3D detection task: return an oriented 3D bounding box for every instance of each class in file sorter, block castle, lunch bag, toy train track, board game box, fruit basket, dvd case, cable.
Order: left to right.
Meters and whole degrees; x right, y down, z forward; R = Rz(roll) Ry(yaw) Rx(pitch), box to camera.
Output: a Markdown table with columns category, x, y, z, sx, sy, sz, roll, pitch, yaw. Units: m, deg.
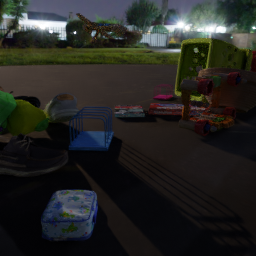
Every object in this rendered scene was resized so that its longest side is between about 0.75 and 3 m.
| category | x | y | z | sx | sy | sz | roll | pitch | yaw |
| --- | --- | --- | --- | --- | --- | --- | --- | --- | --- |
| fruit basket | -3.404 | -0.248 | 7.658 | 2.295 | 1.656 | 2.295 | 38 | -5 | 4 |
| cable | -4.464 | -0.820 | 10.577 | 2.322 | 0.590 | 1.895 | 7 | 17 | 21 |
| lunch bag | -0.766 | 1.177 | 3.852 | 0.692 | 0.355 | 0.861 | -1 | 15 | 0 |
| file sorter | -0.923 | -0.022 | 7.272 | 0.942 | 0.833 | 1.358 | 1 | 16 | 4 |
| toy train track | -0.989 | -3.447 | 10.038 | 1.660 | 0.471 | 2.895 | 26 | 2 | -36 |
| dvd case | 0.032 | -0.664 | 10.801 | 1.117 | 0.168 | 1.530 | -1 | 15 | -3 |
| file sorter | 1.774 | -1.830 | 14.069 | 0.716 | 0.646 | 1.030 | 7 | 17 | 23 |
| board game box | 2.033 | -0.724 | 10.903 | 2.384 | 0.232 | 1.227 | 2 | 17 | 8 |
| block castle | 2.635 | -0.786 | 8.490 | 1.160 | 1.653 | 2.473 | 15 | 23 | 38 |

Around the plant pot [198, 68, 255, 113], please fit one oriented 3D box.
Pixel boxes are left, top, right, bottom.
| category | x | y | z | sx | sy | sz | roll | pitch | yaw |
| --- | --- | --- | --- | --- | --- | --- | --- | --- | --- |
| plant pot | 3.841 | -1.285 | 10.411 | 2.645 | 1.221 | 2.645 | 13 | 1 | 0 |

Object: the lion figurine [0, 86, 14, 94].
| category | x | y | z | sx | sy | sz | roll | pitch | yaw |
| --- | --- | --- | --- | --- | --- | --- | --- | --- | --- |
| lion figurine | -6.493 | -1.646 | 13.388 | 1.926 | 0.698 | 1.179 | -3 | 21 | -23 |

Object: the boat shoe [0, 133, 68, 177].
| category | x | y | z | sx | sy | sz | roll | pitch | yaw |
| --- | --- | --- | --- | --- | --- | --- | --- | --- | --- |
| boat shoe | -2.189 | 0.515 | 5.538 | 1.959 | 0.718 | 0.730 | -2 | 16 | -8 |

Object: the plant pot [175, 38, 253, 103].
| category | x | y | z | sx | sy | sz | roll | pitch | yaw |
| --- | --- | --- | --- | --- | --- | --- | --- | --- | --- |
| plant pot | 4.089 | -2.650 | 13.324 | 2.551 | 2.811 | 2.797 | 3 | 14 | -19 |

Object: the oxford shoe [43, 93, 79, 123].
| category | x | y | z | sx | sy | sz | roll | pitch | yaw |
| --- | --- | --- | --- | --- | --- | --- | --- | --- | --- |
| oxford shoe | -2.089 | -0.554 | 8.479 | 0.965 | 0.741 | 2.567 | -8 | -2 | -27 |

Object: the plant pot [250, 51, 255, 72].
| category | x | y | z | sx | sy | sz | roll | pitch | yaw |
| --- | --- | --- | --- | --- | --- | --- | --- | --- | --- |
| plant pot | 6.627 | -2.511 | 13.667 | 2.273 | 2.273 | 2.070 | -5 | 22 | -16 |
